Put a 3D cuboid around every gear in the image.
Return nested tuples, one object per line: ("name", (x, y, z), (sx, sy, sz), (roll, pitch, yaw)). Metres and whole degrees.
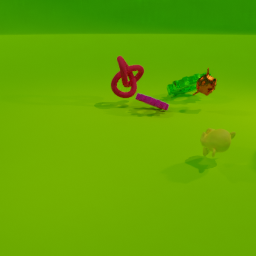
("gear", (0.887, -0.963, 10.316), (1.250, 0.231, 1.250), (20, 4, -1))
("gear", (2.634, -1.860, 12.026), (1.908, 0.353, 1.908), (-14, -6, -1))

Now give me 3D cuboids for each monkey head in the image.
("monkey head", (2.858, -1.578, 10.211), (0.684, 1.135, 0.816), (33, 17, 19))
("monkey head", (2.051, 0.390, 6.533), (0.644, 0.769, 1.069), (25, 42, 36))

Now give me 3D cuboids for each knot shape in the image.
("knot shape", (-0.069, -1.891, 10.938), (0.747, 1.513, 1.617), (10, -12, 39))
